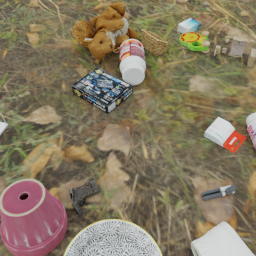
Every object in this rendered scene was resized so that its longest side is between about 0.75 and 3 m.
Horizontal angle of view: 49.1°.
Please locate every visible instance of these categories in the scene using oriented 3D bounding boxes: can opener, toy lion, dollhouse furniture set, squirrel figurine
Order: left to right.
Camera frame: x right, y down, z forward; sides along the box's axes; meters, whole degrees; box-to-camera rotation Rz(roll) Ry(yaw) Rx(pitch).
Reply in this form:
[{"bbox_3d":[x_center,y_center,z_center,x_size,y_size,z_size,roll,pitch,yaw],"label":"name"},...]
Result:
[{"bbox_3d":[-1.330,-4.491,13.880,2.933,2.076,2.737,11,58,28],"label":"squirrel figurine"},{"bbox_3d":[3.451,-4.534,14.624,1.507,0.540,1.573,1,48,10],"label":"toy lion"},{"bbox_3d":[2.864,1.993,8.812,1.091,0.365,0.291,-11,49,-10],"label":"can opener"},{"bbox_3d":[5.214,-3.764,13.568,1.872,0.970,0.829,15,48,13],"label":"dollhouse furniture set"}]

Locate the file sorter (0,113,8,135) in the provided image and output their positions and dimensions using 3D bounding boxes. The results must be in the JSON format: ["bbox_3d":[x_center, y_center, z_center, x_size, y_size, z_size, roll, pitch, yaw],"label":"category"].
[{"bbox_3d":[-5.361,-0.198,10.515,1.217,0.758,0.844,13,49,12],"label":"file sorter"}]

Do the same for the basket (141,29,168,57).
[{"bbox_3d":[1.392,-4.424,14.134,0.951,0.992,1.332,-29,53,-23],"label":"basket"}]

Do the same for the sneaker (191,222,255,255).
[{"bbox_3d":[2.632,3.718,6.991,1.437,0.916,2.487,-22,42,-16],"label":"sneaker"}]

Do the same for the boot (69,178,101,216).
[{"bbox_3d":[-1.286,2.098,8.714,0.947,0.377,1.088,-18,48,-14],"label":"boot"}]

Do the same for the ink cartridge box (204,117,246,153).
[{"bbox_3d":[3.649,0.232,10.443,1.261,0.360,1.025,30,54,29],"label":"ink cartridge box"}]

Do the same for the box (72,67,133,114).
[{"bbox_3d":[-1.099,-1.664,11.999,2.090,0.481,1.661,30,55,24],"label":"box"}]

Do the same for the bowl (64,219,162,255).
[{"bbox_3d":[-0.396,3.588,6.770,2.422,1.137,2.422,5,52,-7],"label":"bowl"}]

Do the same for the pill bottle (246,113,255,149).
[{"bbox_3d":[4.843,0.188,10.111,0.836,0.836,1.475,-1,47,-1],"label":"pill bottle"}]

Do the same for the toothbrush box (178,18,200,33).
[{"bbox_3d":[3.381,-5.639,15.587,1.021,0.436,0.748,-36,57,-28],"label":"toothbrush box"}]

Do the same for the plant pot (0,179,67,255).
[{"bbox_3d":[-2.654,2.316,7.584,1.795,1.607,1.795,-1,42,1],"label":"plant pot"}]

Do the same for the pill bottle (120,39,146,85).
[{"bbox_3d":[0.204,-2.999,12.745,1.167,1.167,2.129,-1,48,-1],"label":"pill bottle"}]
